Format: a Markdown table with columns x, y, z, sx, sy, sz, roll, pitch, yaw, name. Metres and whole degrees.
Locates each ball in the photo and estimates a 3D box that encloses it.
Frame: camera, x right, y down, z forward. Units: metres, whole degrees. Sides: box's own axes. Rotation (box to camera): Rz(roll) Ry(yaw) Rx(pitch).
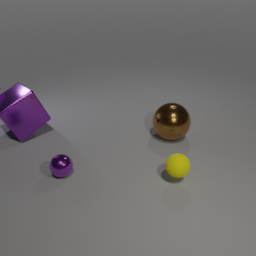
| x | y | z | sx | sy | sz | roll | pitch | yaw | name |
| --- | --- | --- | --- | --- | --- | --- | --- | --- | --- |
| 1.610 | -0.237 | 10.364 | 1.400 | 1.400 | 1.400 | 0 | 29 | 0 | ball |
| 1.435 | 1.084 | 8.076 | 0.700 | 0.700 | 0.700 | 0 | 29 | 0 | ball |
| -2.027 | 1.144 | 8.520 | 0.700 | 0.700 | 0.700 | 0 | 29 | 0 | ball |

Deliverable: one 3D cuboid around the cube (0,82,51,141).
| x | y | z | sx | sy | sz | roll | pitch | yaw | name |
| --- | --- | --- | --- | --- | --- | --- | --- | --- | --- |
| -4.048 | -0.635 | 10.512 | 1.400 | 1.400 | 1.400 | -41 | 41 | -19 | cube |
